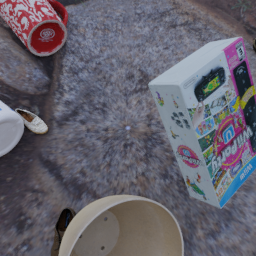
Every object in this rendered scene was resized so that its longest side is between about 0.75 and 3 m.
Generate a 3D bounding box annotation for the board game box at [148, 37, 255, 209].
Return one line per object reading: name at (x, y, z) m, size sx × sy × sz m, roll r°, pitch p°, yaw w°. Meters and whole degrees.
board game box at (1.837, -0.129, 5.897) m, size 2.089 × 2.831 × 0.910 m, roll -37°, pitch 27°, yaw -27°

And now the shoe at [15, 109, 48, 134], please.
shoe at (-3.022, -0.223, 8.702) m, size 1.261 × 0.337 × 0.441 m, roll 30°, pitch 62°, yaw 18°

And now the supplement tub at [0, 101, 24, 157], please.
supplement tub at (-4.328, -0.328, 8.047) m, size 2.346 × 1.548 × 1.548 m, roll 34°, pitch 63°, yaw 21°

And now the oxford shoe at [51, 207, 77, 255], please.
oxford shoe at (-1.542, 2.704, 6.585) m, size 0.621 × 0.722 × 1.709 m, roll -3°, pitch 59°, yaw -4°

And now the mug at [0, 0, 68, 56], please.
mug at (-3.379, -4.322, 10.494) m, size 2.541 × 1.910 × 2.863 m, roll -31°, pitch 65°, yaw -16°

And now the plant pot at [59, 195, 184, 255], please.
plant pot at (-0.353, 2.533, 5.908) m, size 2.547 × 1.710 × 2.547 m, roll -1°, pitch 93°, yaw -28°

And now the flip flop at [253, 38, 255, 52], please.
flip flop at (5.014, -2.910, 10.393) m, size 0.305 × 0.429 × 1.059 m, roll -27°, pitch 65°, yaw -8°
